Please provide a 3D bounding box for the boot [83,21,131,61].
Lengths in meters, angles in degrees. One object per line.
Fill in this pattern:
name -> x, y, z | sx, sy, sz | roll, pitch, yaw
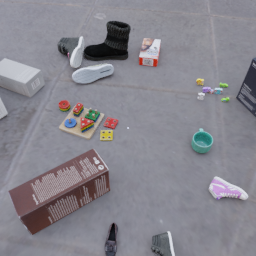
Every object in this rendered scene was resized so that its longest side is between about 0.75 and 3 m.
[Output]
boot -> -1.008, -4.074, 13.003 | 2.275, 1.701, 0.856 | -2, 50, -2

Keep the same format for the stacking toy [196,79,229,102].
stacking toy -> 3.590, -1.607, 11.859 | 1.370, 0.322, 1.033 | 7, 51, 5

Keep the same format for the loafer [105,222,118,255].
loafer -> -0.471, 3.152, 7.893 | 0.354, 0.311, 0.986 | 3, 50, 3

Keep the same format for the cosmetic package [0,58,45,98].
cosmetic package -> -4.739, -2.162, 11.985 | 1.992, 0.898, 1.064 | 20, 52, 19

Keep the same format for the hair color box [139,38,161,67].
hair color box -> 1.060, -3.650, 13.444 | 0.866, 0.499, 1.561 | 7, 49, 6

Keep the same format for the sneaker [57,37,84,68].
sneaker -> -2.792, -3.550, 13.201 | 1.166, 0.831, 2.351 | 0, 45, 2

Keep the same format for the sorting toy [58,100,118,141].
sorting toy -> -1.687, -0.315, 10.690 | 2.713, 0.459, 1.308 | 18, 53, 14

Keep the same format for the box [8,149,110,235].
box -> -1.909, 1.863, 8.300 | 2.699, 1.352, 1.011 | -27, 56, -22

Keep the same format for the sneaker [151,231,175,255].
sneaker -> 0.948, 3.447, 7.600 | 0.608, 0.434, 1.227 | -5, 45, -2

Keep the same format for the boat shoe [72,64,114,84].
boat shoe -> -1.559, -2.429, 12.435 | 1.871, 0.674, 0.580 | -15, 25, -15

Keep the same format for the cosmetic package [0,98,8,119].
cosmetic package -> -6.567, -1.017, 9.964 | 2.428, 2.430, 2.945 | 32, 57, 24

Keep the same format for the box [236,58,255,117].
box -> 5.494, -1.338, 10.523 | 1.151, 2.013, 2.211 | -20, 54, -16

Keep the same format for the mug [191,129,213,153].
mug -> 2.651, 0.502, 9.964 | 0.696, 0.524, 0.848 | 29, 55, 23

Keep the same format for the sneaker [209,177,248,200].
sneaker -> 3.101, 2.077, 8.778 | 1.142, 0.414, 0.651 | 25, 60, 28
